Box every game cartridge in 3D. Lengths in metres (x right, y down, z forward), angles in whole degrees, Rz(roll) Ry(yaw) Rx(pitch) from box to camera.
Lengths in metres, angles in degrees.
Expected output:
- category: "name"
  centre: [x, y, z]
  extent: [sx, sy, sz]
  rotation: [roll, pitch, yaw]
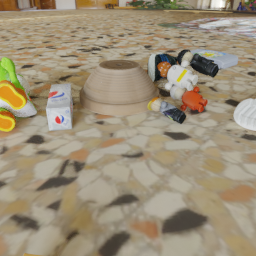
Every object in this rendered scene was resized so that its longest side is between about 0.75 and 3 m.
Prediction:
- category: "game cartridge"
  centre: [4.026, -3.466, 13.849]
  extent: [1.639, 0.498, 2.459]
  rotation: [-20, 33, -40]

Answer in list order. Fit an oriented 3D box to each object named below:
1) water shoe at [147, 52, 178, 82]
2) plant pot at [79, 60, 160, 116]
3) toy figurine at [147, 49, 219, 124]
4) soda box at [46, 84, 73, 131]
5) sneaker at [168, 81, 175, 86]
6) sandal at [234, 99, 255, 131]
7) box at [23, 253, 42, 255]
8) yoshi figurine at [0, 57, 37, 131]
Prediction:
- category: "water shoe"
  centre: [1.516, -2.589, 11.547]
  extent: [1.101, 0.998, 2.790]
  rotation: [10, 30, 13]
- category: "plant pot"
  centre: [-0.268, -1.491, 9.188]
  extent: [2.667, 1.231, 2.667]
  rotation: [1, 27, 0]
- category: "toy figurine"
  centre: [1.510, -1.204, 8.005]
  extent: [1.267, 1.821, 1.793]
  rotation: [35, 46, 30]
- category: "soda box"
  centre: [-1.964, -0.680, 8.208]
  extent: [0.630, 0.678, 1.987]
  rotation: [-4, 28, -8]
- category: "sneaker"
  centre: [1.735, -1.674, 10.610]
  extent: [0.276, 0.306, 0.787]
  rotation: [-7, 7, -11]
- category: "sandal"
  centre: [4.018, -0.070, 6.936]
  extent: [0.702, 1.162, 2.856]
  rotation: [31, 3, -41]
- category: "box"
  centre: [-1.134, 2.010, 3.286]
  extent: [0.556, 0.436, 0.894]
  rotation: [4, 28, 7]
- category: "yoshi figurine"
  centre: [-3.721, -1.164, 8.225]
  extent: [1.672, 1.665, 2.974]
  rotation: [-14, 27, -11]
